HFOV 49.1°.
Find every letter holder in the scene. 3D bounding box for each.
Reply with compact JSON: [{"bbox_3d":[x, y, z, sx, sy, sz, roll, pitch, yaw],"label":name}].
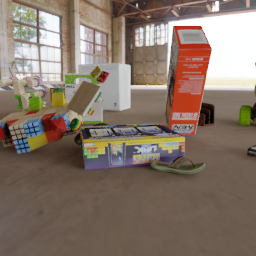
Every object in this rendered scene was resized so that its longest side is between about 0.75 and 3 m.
[{"bbox_3d":[2.935,-0.611,11.680,0.618,0.874,1.229,-7,12,-33],"label":"letter holder"}]

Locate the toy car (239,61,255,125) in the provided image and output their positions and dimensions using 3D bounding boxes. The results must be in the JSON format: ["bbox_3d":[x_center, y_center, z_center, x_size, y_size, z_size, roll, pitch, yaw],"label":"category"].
[{"bbox_3d":[5.753,-1.449,11.270,2.180,2.654,2.094,5,11,24],"label":"toy car"}]

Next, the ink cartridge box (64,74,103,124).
[{"bbox_3d":[-1.840,-1.236,11.779,1.524,2.062,0.781,-1,10,-4],"label":"ink cartridge box"}]

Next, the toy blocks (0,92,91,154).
[{"bbox_3d":[-2.481,-0.012,7.631,2.778,1.388,1.899,-10,18,5],"label":"toy blocks"}]

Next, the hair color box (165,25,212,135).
[{"bbox_3d":[1.706,-1.384,8.517,0.937,2.931,1.625,0,41,2],"label":"hair color box"}]

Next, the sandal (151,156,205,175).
[{"bbox_3d":[1.008,0.731,5.711,1.107,0.316,0.440,3,10,14],"label":"sandal"}]

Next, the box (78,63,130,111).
[{"bbox_3d":[-1.376,-2.462,16.818,2.689,2.703,1.767,4,11,21],"label":"box"}]

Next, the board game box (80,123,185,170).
[{"bbox_3d":[-0.001,0.370,6.832,2.243,0.636,1.854,-3,12,-10],"label":"board game box"}]

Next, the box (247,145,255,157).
[{"bbox_3d":[3.471,0.592,6.869,0.835,0.185,0.669,10,14,44],"label":"box"}]

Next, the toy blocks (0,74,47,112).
[{"bbox_3d":[-3.940,-1.252,11.955,2.182,2.039,1.837,1,15,23],"label":"toy blocks"}]

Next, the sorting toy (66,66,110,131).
[{"bbox_3d":[-1.026,-0.760,7.139,0.848,1.759,0.298,25,-8,47],"label":"sorting toy"}]

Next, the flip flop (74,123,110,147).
[{"bbox_3d":[-0.950,0.255,8.177,1.385,0.399,0.561,-25,57,-36],"label":"flip flop"}]

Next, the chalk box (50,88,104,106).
[{"bbox_3d":[-2.341,-1.155,13.118,2.382,1.475,1.482,-3,9,-21],"label":"chalk box"}]
